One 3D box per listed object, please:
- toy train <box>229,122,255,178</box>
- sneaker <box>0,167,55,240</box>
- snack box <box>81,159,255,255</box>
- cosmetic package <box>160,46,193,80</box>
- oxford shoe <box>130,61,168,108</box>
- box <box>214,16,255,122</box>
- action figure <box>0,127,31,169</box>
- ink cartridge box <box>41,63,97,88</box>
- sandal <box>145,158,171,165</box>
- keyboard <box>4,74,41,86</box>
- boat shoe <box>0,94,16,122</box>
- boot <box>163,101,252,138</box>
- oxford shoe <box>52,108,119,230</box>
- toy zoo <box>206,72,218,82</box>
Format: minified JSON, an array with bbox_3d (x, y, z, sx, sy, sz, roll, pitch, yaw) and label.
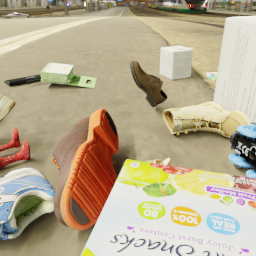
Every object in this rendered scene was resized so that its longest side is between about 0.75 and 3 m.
[{"bbox_3d":[2.787,0.609,5.025,1.244,0.944,2.177,2,22,-17],"label":"toy train"},{"bbox_3d":[-1.992,1.189,3.823,2.192,0.830,0.845,-24,31,-38],"label":"sneaker"},{"bbox_3d":[0.672,1.451,3.269,2.101,0.843,2.492,6,28,12],"label":"snack box"},{"bbox_3d":[1.968,-2.708,11.571,0.974,1.164,0.968,-12,28,-24],"label":"cosmetic package"},{"bbox_3d":[0.618,-1.337,7.960,0.680,1.611,0.585,-23,39,25],"label":"oxford shoe"},{"bbox_3d":[3.859,-1.382,7.039,2.662,2.676,1.749,-9,28,-19],"label":"box"},{"bbox_3d":[-3.347,0.670,5.079,2.909,0.752,0.952,-22,45,-34],"label":"action figure"},{"bbox_3d":[-2.207,-2.044,10.766,1.946,0.467,1.416,4,26,-4],"label":"ink cartridge box"},{"bbox_3d":[0.376,0.731,4.986,0.901,0.296,0.330,-41,6,-19],"label":"sandal"},{"bbox_3d":[-3.747,-1.898,11.030,1.909,0.197,1.213,-20,26,-34],"label":"keyboard"},{"bbox_3d":[-3.059,-0.241,6.201,1.389,0.461,0.514,-41,22,18],"label":"boat shoe"},{"bbox_3d":[1.817,-0.107,6.669,1.516,0.710,1.951,-8,25,-16],"label":"boot"},{"bbox_3d":[-0.852,0.691,5.027,1.068,1.048,2.944,-22,22,15],"label":"oxford shoe"},{"bbox_3d":[3.745,-2.120,11.550,0.812,0.127,1.238,0,26,0],"label":"toy zoo"}]
